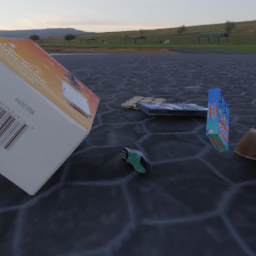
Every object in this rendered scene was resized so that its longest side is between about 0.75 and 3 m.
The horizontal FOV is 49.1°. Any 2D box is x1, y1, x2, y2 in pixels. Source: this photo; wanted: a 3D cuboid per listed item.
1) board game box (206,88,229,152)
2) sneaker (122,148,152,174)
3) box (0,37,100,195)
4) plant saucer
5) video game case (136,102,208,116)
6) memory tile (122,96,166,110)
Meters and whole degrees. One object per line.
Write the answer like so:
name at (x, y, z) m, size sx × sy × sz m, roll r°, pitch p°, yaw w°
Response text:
board game box at (1.698, -0.145, 5.257) m, size 0.219 × 0.972 × 0.739 m, roll -6°, pitch -31°, yaw 32°
sneaker at (0.257, 0.578, 5.313) m, size 0.412 × 0.350 × 0.941 m, roll -1°, pitch 17°, yaw -30°
box at (-1.758, -0.438, 5.103) m, size 2.006 × 1.401 × 2.635 m, roll 40°, pitch 12°, yaw -13°
plant saucer at (3.520, 0.255, 5.013) m, size 2.996 × 0.516 × 2.996 m, roll 1°, pitch 5°, yaw 0°
video game case at (1.423, -0.601, 8.710) m, size 2.082 × 0.198 × 1.488 m, roll 0°, pitch 13°, yaw -13°
memory tile at (0.608, -0.900, 10.231) m, size 1.310 × 0.143 × 1.709 m, roll 7°, pitch 19°, yaw 19°
